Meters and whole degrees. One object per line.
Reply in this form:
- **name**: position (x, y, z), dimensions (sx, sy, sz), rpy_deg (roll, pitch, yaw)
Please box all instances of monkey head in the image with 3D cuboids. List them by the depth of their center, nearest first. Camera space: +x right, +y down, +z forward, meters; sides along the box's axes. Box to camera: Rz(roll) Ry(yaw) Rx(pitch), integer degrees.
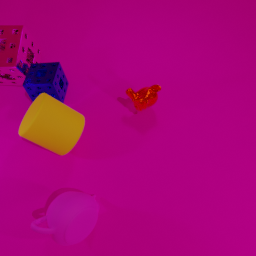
- **monkey head**: position (0.409, -0.947, 8.051), dimensions (0.871, 1.211, 0.730), rpy_deg (45, 65, -9)

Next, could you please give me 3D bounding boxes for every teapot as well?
- **teapot**: position (-1.269, 1.951, 6.366), dimensions (0.958, 1.217, 1.957), rpy_deg (26, 22, 36)

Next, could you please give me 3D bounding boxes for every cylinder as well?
- **cylinder**: position (-1.961, -0.086, 7.257), dimensions (1.225, 1.225, 1.225), rpy_deg (32, 59, -28)

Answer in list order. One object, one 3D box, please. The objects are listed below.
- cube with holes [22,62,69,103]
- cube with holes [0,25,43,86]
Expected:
- **cube with holes**: position (-2.409, -1.303, 8.339), dimensions (0.899, 0.899, 0.899), rpy_deg (-1, 54, 9)
- **cube with holes**: position (-3.561, -2.144, 8.462), dimensions (1.310, 1.310, 1.310), rpy_deg (3, 76, 8)
